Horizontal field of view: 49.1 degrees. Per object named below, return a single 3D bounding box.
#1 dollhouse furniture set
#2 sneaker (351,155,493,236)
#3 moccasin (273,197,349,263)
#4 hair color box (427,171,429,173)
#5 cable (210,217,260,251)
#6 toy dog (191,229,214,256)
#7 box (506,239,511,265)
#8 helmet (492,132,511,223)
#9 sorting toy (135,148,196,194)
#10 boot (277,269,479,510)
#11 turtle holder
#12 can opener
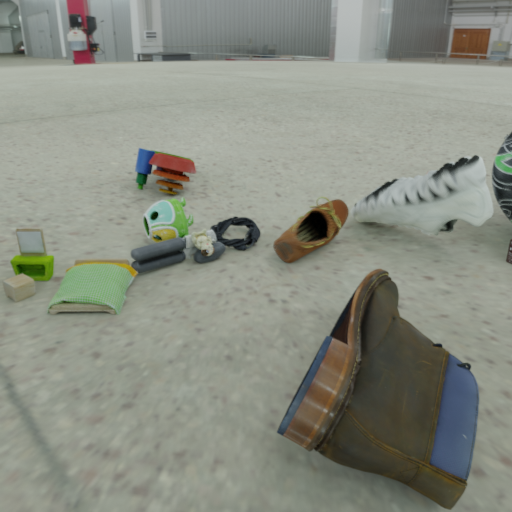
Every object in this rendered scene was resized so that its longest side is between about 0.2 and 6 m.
[{"bbox_3d":[-3.652,0.137,9.525,3.026,1.168,1.512,0,25,0],"label":"dollhouse furniture set"},{"bbox_3d":[3.335,-0.990,11.686,1.257,1.356,3.346,-36,14,-31],"label":"sneaker"},{"bbox_3d":[1.244,-0.646,11.319,2.255,0.871,0.825,-26,80,-44],"label":"moccasin"},{"bbox_3d":[4.791,-1.905,14.931,0.631,0.381,1.244,11,26,21],"label":"hair color box"},{"bbox_3d":[-0.478,-0.472,11.952,1.110,0.345,1.360,-3,27,6],"label":"cable"},{"bbox_3d":[-1.017,-0.202,10.759,0.343,0.477,0.492,-9,43,-37],"label":"toy dog"},{"bbox_3d":[5.145,-0.071,10.797,0.401,0.489,0.405,-15,28,-29],"label":"box"},{"bbox_3d":[6.312,-1.620,11.278,3.052,3.052,2.909,-27,-6,-45],"label":"helmet"},{"bbox_3d":[-2.494,-2.226,15.173,1.555,1.062,2.587,11,10,-14],"label":"sorting toy"},{"bbox_3d":[1.726,1.455,7.006,1.864,1.437,3.846,29,29,11],"label":"boot"},{"bbox_3d":[-1.813,-0.557,11.538,0.876,1.234,0.938,-11,-6,-25],"label":"turtle holder"},{"bbox_3d":[-1.440,-0.055,10.695,1.879,0.501,0.628,-18,32,-37],"label":"can opener"}]
